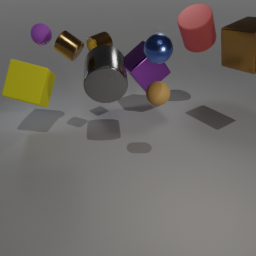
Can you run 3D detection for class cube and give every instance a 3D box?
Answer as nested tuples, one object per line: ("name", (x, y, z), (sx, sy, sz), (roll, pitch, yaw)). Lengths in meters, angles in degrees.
("cube", (4.194, -2.860, 9.559), (1.400, 1.400, 1.400), (-28, 35, -22))
("cube", (-3.775, -1.672, 10.843), (1.400, 1.400, 1.400), (14, -1, -2))
("cube", (0.743, -2.704, 12.351), (1.400, 1.400, 1.400), (-40, 38, 6))

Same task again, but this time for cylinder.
("cylinder", (-1.034, -3.071, 10.210), (0.700, 0.700, 0.700), (-32, 42, -31))
("cylinder", (-0.744, -1.782, 9.249), (1.400, 1.400, 1.400), (-2, 44, -4))
("cylinder", (2.909, -4.156, 11.748), (1.400, 1.400, 1.400), (-11, 60, 19))
("cylinder", (-1.894, -2.640, 9.016), (0.700, 0.700, 0.700), (35, 33, -3))

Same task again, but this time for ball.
("ball", (0.729, -1.898, 6.718), (0.700, 0.700, 0.700), (0, 29, 0))
("ball", (0.867, -1.002, 8.098), (0.700, 0.700, 0.700), (0, 29, 0))
("ball", (-2.926, -3.160, 9.442), (0.700, 0.700, 0.700), (0, 29, 0))
